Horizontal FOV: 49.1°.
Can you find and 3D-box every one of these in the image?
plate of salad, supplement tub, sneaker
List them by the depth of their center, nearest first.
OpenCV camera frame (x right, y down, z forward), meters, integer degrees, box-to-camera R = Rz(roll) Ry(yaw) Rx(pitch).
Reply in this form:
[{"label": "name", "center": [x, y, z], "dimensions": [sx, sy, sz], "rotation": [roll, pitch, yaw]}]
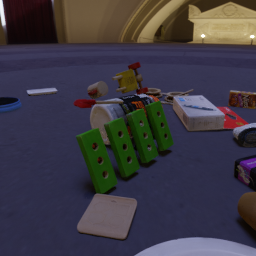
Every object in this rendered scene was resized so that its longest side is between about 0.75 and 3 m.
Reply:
[{"label": "plate of salad", "center": [0.959, 2.129, 2.188], "dimensions": [2.882, 0.692, 2.882], "rotation": [6, 29, -3]}, {"label": "sneaker", "center": [3.804, 0.066, 7.731], "dimensions": [1.828, 0.681, 0.796], "rotation": [-1, 16, -5]}, {"label": "supplement tub", "center": [0.016, -0.314, 7.926], "dimensions": [1.944, 1.191, 1.191], "rotation": [-18, 27, -38]}]

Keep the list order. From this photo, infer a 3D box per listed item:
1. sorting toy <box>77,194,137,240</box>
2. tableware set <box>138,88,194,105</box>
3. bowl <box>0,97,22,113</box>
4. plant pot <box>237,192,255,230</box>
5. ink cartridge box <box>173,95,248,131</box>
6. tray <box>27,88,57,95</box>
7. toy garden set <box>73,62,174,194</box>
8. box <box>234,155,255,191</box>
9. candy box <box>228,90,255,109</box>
[{"label": "sorting toy", "center": [-0.321, 1.474, 4.696], "dimensions": [0.815, 0.161, 0.881], "rotation": [5, 26, 12]}, {"label": "tableware set", "center": [1.537, -1.502, 12.087], "dimensions": [2.386, 0.478, 1.577], "rotation": [14, 25, 32]}, {"label": "bowl", "center": [-4.882, -0.908, 10.800], "dimensions": [1.442, 0.283, 1.442], "rotation": [0, 20, 0]}, {"label": "plant pot", "center": [2.196, 1.319, 4.294], "dimensions": [0.850, 0.850, 0.912], "rotation": [-11, 10, -27]}, {"label": "ink cartridge box", "center": [2.809, -0.571, 9.552], "dimensions": [2.131, 0.541, 2.419], "rotation": [-2, 21, -2]}, {"label": "tray", "center": [-3.993, -1.679, 13.044], "dimensions": [1.307, 0.145, 0.702], "rotation": [-9, 22, -22]}, {"label": "toy garden set", "center": [-0.190, -0.175, 6.239], "dimensions": [0.537, 2.242, 2.690], "rotation": [-12, 9, 43]}, {"label": "box", "center": [3.634, 1.122, 5.095], "dimensions": [1.941, 0.490, 2.715], "rotation": [-11, 22, -19]}, {"label": "candy box", "center": [4.463, -1.111, 10.900], "dimensions": [1.009, 0.589, 0.285], "rotation": [9, 23, 24]}]
